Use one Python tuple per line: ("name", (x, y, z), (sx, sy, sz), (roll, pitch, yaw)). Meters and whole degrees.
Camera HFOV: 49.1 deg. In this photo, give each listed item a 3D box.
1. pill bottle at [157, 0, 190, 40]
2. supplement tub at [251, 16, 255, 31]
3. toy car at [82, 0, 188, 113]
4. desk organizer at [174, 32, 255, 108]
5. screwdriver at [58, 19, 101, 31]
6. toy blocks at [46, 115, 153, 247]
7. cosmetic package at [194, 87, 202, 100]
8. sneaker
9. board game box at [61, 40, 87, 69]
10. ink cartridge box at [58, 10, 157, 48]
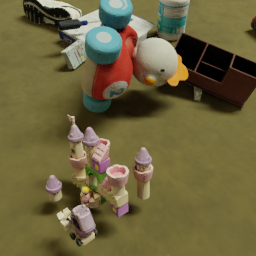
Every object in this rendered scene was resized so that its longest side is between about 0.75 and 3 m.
("pill bottle", (1.799, -4.700, 11.138), (1.181, 2.132, 1.181), (0, 48, 0))
("supplement tub", (5.752, -4.134, 11.597), (0.712, 0.712, 1.332), (-13, 51, -12))
("toy car", (0.352, -1.793, 8.169), (2.969, 2.737, 2.626), (15, 59, -2))
("desk organizer", (2.674, -1.890, 8.950), (2.842, 1.094, 1.019), (25, 48, 8))
("screwdriver", (-1.331, -4.084, 10.685), (2.737, 0.398, 0.382), (-19, 85, -20))
("toy blocks", (-0.752, 0.823, 5.942), (2.086, 1.756, 1.950), (-25, 36, -37))
("cosmetic package", (2.313, -1.299, 9.320), (0.196, 0.320, 0.775), (3, 48, 6))
("sneaker", (-3.370, -5.144, 12.449), (2.930, 1.080, 1.172), (25, 38, 16))
("board game box", (-1.920, -2.703, 10.304), (0.300, 0.689, 0.934), (10, 45, 37))
("ink cartridge box", (-0.805, -3.886, 11.429), (2.854, 0.629, 2.906), (35, 55, 27))
